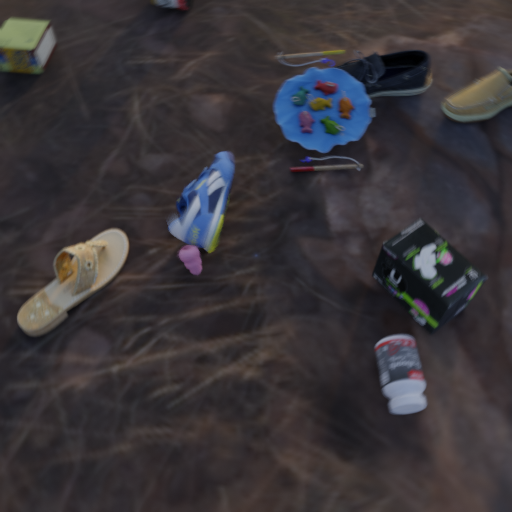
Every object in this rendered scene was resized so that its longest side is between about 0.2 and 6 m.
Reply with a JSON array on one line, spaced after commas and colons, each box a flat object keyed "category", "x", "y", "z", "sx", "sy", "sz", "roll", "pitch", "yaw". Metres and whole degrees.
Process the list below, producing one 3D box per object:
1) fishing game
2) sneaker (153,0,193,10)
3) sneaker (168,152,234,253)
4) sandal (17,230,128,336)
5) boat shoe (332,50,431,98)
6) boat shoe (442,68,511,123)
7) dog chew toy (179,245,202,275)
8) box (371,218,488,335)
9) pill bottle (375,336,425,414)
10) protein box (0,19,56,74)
[{"category": "fishing game", "x": 1.315, "y": -2.881, "z": 10.826, "sx": 1.920, "sy": 0.417, "sz": 2.681, "roll": -2, "pitch": 73, "yaw": 0}, {"category": "sneaker", "x": -1.985, "y": -6.897, "z": 13.462, "sx": 0.987, "sy": 0.936, "sz": 2.403, "roll": 2, "pitch": 57, "yaw": 2}, {"category": "sneaker", "x": -0.889, "y": -1.062, "z": 9.725, "sx": 0.867, "sy": 0.779, "sz": 2.107, "roll": 13, "pitch": 54, "yaw": 0}, {"category": "sandal", "x": -2.920, "y": 0.243, "z": 8.966, "sx": 0.838, "sy": 0.752, "sz": 2.285, "roll": 30, "pitch": 62, "yaw": 18}, {"category": "boat shoe", "x": 2.296, "y": -3.724, "z": 11.482, "sx": 2.692, "sy": 0.838, "sz": 1.004, "roll": -7, "pitch": 59, "yaw": -2}, {"category": "boat shoe", "x": 4.788, "y": -3.373, "z": 11.230, "sx": 2.251, "sy": 0.857, "sz": 0.807, "roll": -21, "pitch": 60, "yaw": -13}, {"category": "dog chew toy", "x": -1.051, "y": 0.081, "z": 9.187, "sx": 0.321, "sy": 0.515, "sz": 0.321, "roll": -16, "pitch": 29, "yaw": 9}, {"category": "box", "x": 2.655, "y": 0.326, "z": 8.751, "sx": 0.859, "sy": 1.026, "sz": 1.382, "roll": -32, "pitch": 63, "yaw": -19}, {"category": "pill bottle", "x": 2.105, "y": 1.722, "z": 8.117, "sx": 0.588, "sy": 0.588, "sz": 1.014, "roll": -4, "pitch": 57, "yaw": -2}, {"category": "protein box", "x": -4.996, "y": -4.529, "z": 12.108, "sx": 0.928, "sy": 0.631, "sz": 0.935, "roll": 6, "pitch": 57, "yaw": 4}]
